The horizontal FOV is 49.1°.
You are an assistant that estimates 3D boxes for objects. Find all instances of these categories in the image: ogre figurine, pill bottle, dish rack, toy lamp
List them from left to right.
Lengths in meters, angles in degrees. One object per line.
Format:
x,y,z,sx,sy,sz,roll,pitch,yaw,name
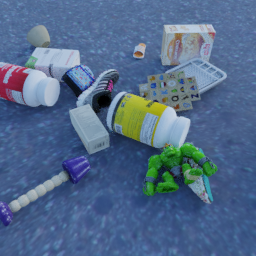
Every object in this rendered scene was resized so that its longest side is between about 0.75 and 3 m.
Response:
-4.298,-1.747,11.627,2.681,1.505,1.505,14,48,14,pill bottle
-2.538,1.809,8.680,3.000,0.873,0.873,-28,53,-25,toy lamp
0.750,-0.211,10.119,2.729,1.535,1.535,21,50,18,pill bottle
1.495,1.255,9.028,2.293,1.125,1.375,-37,41,22,ogre figurine
3.054,-2.271,12.812,2.335,0.508,2.004,-28,53,-24,dish rack

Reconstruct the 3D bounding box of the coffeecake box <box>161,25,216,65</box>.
2.843,-4.010,13.600,2.294,1.761,0.838,-1,46,-1,coffeecake box

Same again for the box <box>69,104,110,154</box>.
-1.457,0.005,10.479,0.871,0.713,1.834,-20,50,-18,box

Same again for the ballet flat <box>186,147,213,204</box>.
2.250,1.567,9.116,0.685,0.811,2.144,-21,37,21,ballet flat

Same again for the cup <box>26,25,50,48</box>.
-4.614,-4.694,14.827,1.179,1.179,0.843,-36,82,-29,cup

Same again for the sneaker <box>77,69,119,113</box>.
-0.983,-1.490,11.802,1.100,0.928,2.516,26,56,23,sneaker

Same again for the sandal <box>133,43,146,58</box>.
0.612,-4.163,14.676,0.565,0.423,1.476,7,47,7,sandal

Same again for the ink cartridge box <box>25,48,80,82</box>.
-3.472,-2.978,13.205,2.130,0.898,1.556,6,47,6,ink cartridge box

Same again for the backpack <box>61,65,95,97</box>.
-2.016,-2.198,12.277,1.231,0.907,1.349,50,48,-6,backpack

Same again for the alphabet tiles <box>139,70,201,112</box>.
1.729,-1.532,11.900,2.470,0.078,2.055,-8,60,5,alphabet tiles
